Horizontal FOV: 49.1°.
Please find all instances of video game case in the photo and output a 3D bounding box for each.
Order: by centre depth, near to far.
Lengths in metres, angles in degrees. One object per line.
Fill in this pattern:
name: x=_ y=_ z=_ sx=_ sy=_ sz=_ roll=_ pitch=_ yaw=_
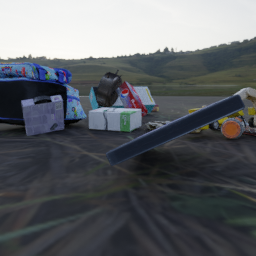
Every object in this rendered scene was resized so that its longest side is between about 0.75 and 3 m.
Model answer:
video game case: x=0.789 y=-0.011 z=4.703 sx=1.815 sy=0.241 sz=2.541 roll=-25 pitch=-3 yaw=11

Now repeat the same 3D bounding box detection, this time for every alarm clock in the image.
alarm clock: x=-0.822 y=-1.412 z=11.974 sx=0.707 sy=2.123 sz=1.432 roll=25 pitch=25 yaw=12

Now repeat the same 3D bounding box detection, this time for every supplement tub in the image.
supplement tub: x=2.667 y=-0.013 z=7.089 sx=0.531 sy=0.531 sz=0.867 roll=4 pitch=10 yaw=29

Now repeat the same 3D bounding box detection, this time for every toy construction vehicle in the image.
toy construction vehicle: x=2.704 y=-0.431 z=7.293 sx=2.616 sy=0.921 sz=2.277 roll=-4 pitch=-1 yaw=-34

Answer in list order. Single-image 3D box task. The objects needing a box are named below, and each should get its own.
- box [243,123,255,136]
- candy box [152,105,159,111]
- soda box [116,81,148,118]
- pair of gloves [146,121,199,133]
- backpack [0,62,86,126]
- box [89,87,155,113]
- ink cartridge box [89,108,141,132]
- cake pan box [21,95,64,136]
box: x=3.714 y=0.059 z=7.516 sx=0.927 sy=0.270 sz=1.354 roll=-3 pitch=8 yaw=-20
candy box: x=1.084 y=-1.163 z=15.936 sx=0.767 sy=0.371 sz=1.314 roll=-4 pitch=7 yaw=-25
soda box: x=0.130 y=-1.061 z=10.898 sx=0.538 sy=0.594 sz=1.697 roll=28 pitch=27 yaw=-43
pair of gloves: x=1.432 y=-0.101 z=8.620 sx=1.659 sy=0.291 sz=1.411 roll=3 pitch=8 yaw=15
backpack: x=-2.745 y=-0.953 z=8.980 sx=2.589 sy=1.908 sz=2.836 roll=6 pitch=6 yaw=30
box: x=-0.271 y=-1.311 z=13.463 sx=2.963 sy=1.219 sz=0.728 roll=-4 pitch=-35 yaw=-25
ink cartridge box: x=-0.394 y=-0.281 z=8.652 sx=1.387 sy=0.585 sz=1.013 roll=4 pitch=12 yaw=21
cake pan box: x=-1.616 y=-0.243 z=5.371 sx=0.737 sy=0.800 sz=0.209 roll=-14 pitch=48 yaw=-22
